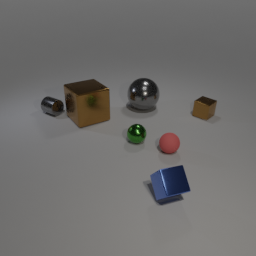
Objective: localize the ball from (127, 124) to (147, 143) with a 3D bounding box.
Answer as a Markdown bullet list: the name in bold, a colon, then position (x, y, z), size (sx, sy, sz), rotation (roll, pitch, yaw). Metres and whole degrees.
- **ball**: position (0.311, 0.199, 9.953), size (0.700, 0.700, 0.700), rotation (0, 30, 0)

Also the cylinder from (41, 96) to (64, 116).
- **cylinder**: position (-3.226, -0.939, 11.956), size (0.700, 0.700, 0.700), rotation (19, 35, 30)

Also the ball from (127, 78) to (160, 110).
- **ball**: position (0.671, -1.472, 12.170), size (1.400, 1.400, 1.400), rotation (0, 30, 0)

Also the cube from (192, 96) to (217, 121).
- **cube**: position (3.216, -0.838, 11.770), size (0.700, 0.700, 0.700), rotation (25, 38, 34)

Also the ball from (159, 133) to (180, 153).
- **ball**: position (1.397, 0.502, 9.415), size (0.700, 0.700, 0.700), rotation (0, 30, 0)

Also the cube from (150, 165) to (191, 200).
- **cube**: position (1.093, 1.440, 7.349), size (0.700, 0.700, 0.700), rotation (-7, 71, -21)

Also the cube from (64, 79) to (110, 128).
- **cube**: position (-1.666, -1.048, 11.425), size (1.400, 1.400, 1.400), rotation (-17, 33, -28)
